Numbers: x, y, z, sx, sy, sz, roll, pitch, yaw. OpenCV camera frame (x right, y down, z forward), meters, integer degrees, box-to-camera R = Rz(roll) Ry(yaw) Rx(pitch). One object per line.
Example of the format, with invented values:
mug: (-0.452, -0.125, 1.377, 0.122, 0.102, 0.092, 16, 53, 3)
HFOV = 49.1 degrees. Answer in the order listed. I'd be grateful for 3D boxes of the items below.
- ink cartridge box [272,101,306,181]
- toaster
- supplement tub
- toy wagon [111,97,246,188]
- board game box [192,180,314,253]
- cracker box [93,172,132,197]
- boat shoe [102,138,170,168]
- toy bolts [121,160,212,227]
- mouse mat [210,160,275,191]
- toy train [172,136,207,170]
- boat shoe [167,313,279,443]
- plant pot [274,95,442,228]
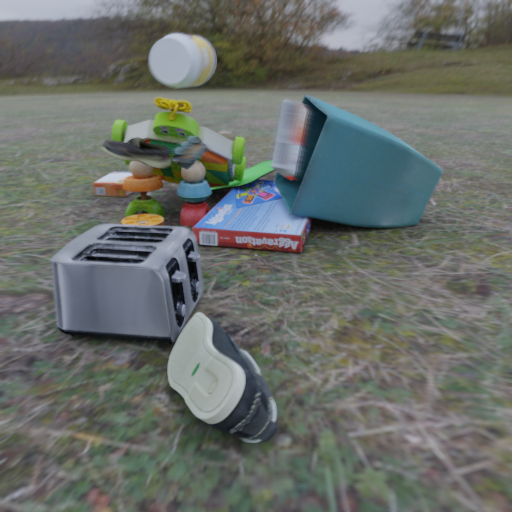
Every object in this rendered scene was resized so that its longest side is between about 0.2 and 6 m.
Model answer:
ink cartridge box: (0.600, -1.700, 8.560, 0.312, 1.009, 1.244, 11, 1, 19)
toaster: (-1.937, 0.364, 8.465, 2.071, 1.229, 1.872, 3, 20, 9)
supplement tub: (-1.637, -4.359, 12.539, 1.120, 1.120, 1.540, 5, 19, 13)
toy wagon: (-1.842, -2.588, 13.486, 3.125, 0.797, 4.027, 8, -8, 1)
board game box: (0.259, -1.092, 13.374, 2.302, 0.435, 4.473, 6, 22, 11)
cracker box: (-3.892, -2.033, 15.892, 0.915, 0.394, 1.367, 4, 22, 10)
boat shoe: (-2.583, -2.336, 12.169, 1.523, 0.494, 0.558, 13, 35, 3)
toy bolts: (-2.098, -1.446, 12.840, 2.122, 1.472, 2.027, 0, 21, 0)
mouse mat: (-0.082, -2.324, 15.732, 2.663, 0.100, 2.142, -32, 20, -34)
toy train: (-1.301, -2.037, 11.035, 0.420, 0.314, 0.737, 40, 65, 4)
boat shoe: (-0.463, 1.400, 6.677, 0.836, 0.888, 2.472, 34, 0, -24)
plant pot: (2.387, -1.968, 12.838, 3.147, 2.224, 2.223, 13, 24, -15)
